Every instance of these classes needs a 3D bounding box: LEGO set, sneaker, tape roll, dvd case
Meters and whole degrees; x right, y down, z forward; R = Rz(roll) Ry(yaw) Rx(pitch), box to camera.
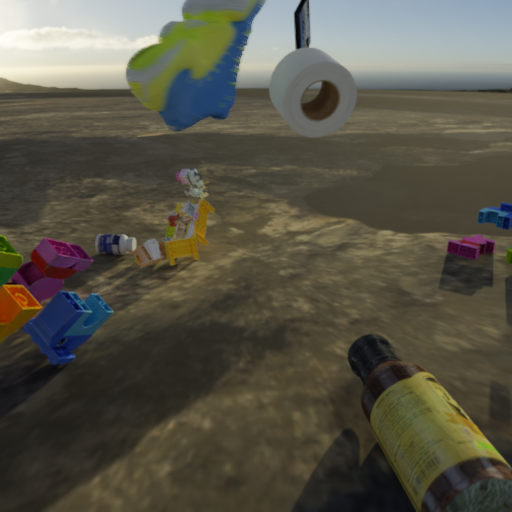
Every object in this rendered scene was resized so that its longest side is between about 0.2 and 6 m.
[{"bbox_3d":[4.568,-0.310,9.126,2.482,0.947,1.019,20,28,39],"label":"LEGO set"},{"bbox_3d":[-2.919,0.710,5.683,1.448,1.558,3.797,45,6,15],"label":"LEGO set"},{"bbox_3d":[-0.721,-3.246,9.133,1.160,1.609,3.063,28,67,41],"label":"sneaker"},{"bbox_3d":[-1.489,-0.390,9.500,0.886,1.095,2.380,-7,39,29],"label":"LEGO set"},{"bbox_3d":[1.006,-2.945,10.107,1.381,1.381,0.948,-5,34,-13],"label":"tape roll"},{"bbox_3d":[0.877,-4.278,10.550,0.117,0.949,1.331,3,38,13],"label":"dvd case"}]

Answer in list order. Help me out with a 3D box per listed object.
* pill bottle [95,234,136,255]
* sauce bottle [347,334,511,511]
[{"bbox_3d":[-2.406,-0.195,9.631,0.629,0.349,0.349,2,21,4],"label":"pill bottle"},{"bbox_3d":[1.361,1.403,4.824,0.758,0.758,2.342,-3,22,-9],"label":"sauce bottle"}]
